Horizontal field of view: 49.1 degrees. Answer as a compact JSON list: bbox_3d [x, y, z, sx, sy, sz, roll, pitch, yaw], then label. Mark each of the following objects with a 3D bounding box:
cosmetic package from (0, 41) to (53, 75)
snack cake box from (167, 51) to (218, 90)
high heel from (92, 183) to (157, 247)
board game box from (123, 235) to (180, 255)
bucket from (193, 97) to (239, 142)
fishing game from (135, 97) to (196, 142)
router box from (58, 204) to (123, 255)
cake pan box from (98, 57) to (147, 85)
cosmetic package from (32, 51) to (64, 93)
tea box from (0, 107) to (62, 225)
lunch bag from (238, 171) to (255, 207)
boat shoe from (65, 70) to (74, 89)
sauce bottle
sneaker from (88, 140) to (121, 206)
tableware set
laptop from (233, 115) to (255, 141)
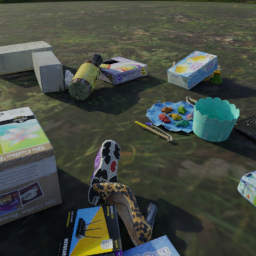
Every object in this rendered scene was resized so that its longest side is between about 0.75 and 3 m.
[{"bbox_3d":[-5.319,-3.501,13.893,2.877,1.051,1.489,-17,34,-29],"label":"cosmetic package"},{"bbox_3d":[2.794,-2.520,12.084,1.988,0.668,1.143,-36,42,-25],"label":"snack cake box"},{"bbox_3d":[-0.162,1.584,5.287,1.423,0.508,1.014,24,31,5],"label":"high heel"},{"bbox_3d":[0.320,2.438,4.206,1.396,0.303,1.389,-13,30,-21],"label":"board game box"},{"bbox_3d":[2.535,-0.251,8.271,1.293,0.842,1.293,3,37,-2],"label":"bucket"},{"bbox_3d":[1.644,-0.505,9.284,2.867,0.446,2.053,-23,40,-35],"label":"fishing game"},{"bbox_3d":[-0.631,1.863,4.858,0.986,0.337,1.322,-7,17,-5],"label":"router box"},{"bbox_3d":[-0.520,-2.715,13.030,1.983,0.563,2.153,-21,35,-36],"label":"cake pan box"},{"bbox_3d":[-3.406,-2.420,11.878,0.998,1.182,2.213,-9,29,-18],"label":"cosmetic package"},{"bbox_3d":[-2.837,0.793,5.897,2.219,1.483,2.183,-16,34,-26],"label":"tea box"},{"bbox_3d":[3.027,1.366,5.960,0.910,0.467,1.133,-11,32,-24],"label":"lunch bag"},{"bbox_3d":[-2.452,-2.079,11.976,0.459,0.502,1.396,1,29,-11],"label":"boat shoe"},{"bbox_3d":[-1.599,-2.218,11.437,0.890,0.890,2.752,5,41,9],"label":"sauce bottle"},{"bbox_3d":[-0.530,1.000,6.206,0.586,0.606,1.453,23,64,-17],"label":"sneaker"},{"bbox_3d":[3.099,-2.464,12.810,2.341,0.359,1.577,7,40,9],"label":"tableware set"},{"bbox_3d":[4.447,-0.356,8.379,2.028,1.047,1.797,-15,32,-25],"label":"laptop"}]
